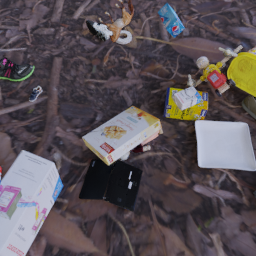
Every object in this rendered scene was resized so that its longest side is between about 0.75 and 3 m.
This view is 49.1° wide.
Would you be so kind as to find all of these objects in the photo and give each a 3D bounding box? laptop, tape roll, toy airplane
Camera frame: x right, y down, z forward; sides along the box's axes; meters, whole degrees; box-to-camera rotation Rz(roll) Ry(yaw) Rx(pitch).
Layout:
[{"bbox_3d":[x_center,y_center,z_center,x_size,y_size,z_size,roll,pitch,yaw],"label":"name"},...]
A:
[{"bbox_3d":[-0.560,1.929,9.629,1.724,0.890,1.528,25,57,-14],"label":"laptop"},{"bbox_3d":[-0.247,-4.485,13.834,0.869,0.159,0.869,0,56,-1],"label":"tape roll"},{"bbox_3d":[3.331,-2.306,11.220,1.521,2.146,2.156,40,71,-17],"label":"toy airplane"}]

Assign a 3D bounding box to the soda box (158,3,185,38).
[{"bbox_3d":[1.628,-4.124,10.693,0.523,0.495,1.542,-38,40,25],"label":"soda box"}]

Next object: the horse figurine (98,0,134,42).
[{"bbox_3d":[-0.280,-3.375,8.683,0.871,1.315,0.328,51,24,-10],"label":"horse figurine"}]

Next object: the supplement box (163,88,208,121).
[{"bbox_3d":[2.252,-0.913,11.037,1.600,0.871,0.876,7,57,5],"label":"supplement box"}]

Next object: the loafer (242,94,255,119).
[{"bbox_3d":[5.498,-0.507,10.782,0.911,0.844,2.423,-35,63,-21],"label":"loafer"}]

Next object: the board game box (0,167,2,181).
[{"bbox_3d":[-3.705,1.175,6.784,0.461,1.651,1.617,-16,45,-5],"label":"board game box"}]

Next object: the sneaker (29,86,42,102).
[{"bbox_3d":[-3.909,-1.452,11.746,0.297,0.301,0.758,21,60,12],"label":"sneaker"}]

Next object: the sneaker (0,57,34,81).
[{"bbox_3d":[-5.139,-2.568,12.130,2.084,0.873,0.800,-2,57,-1],"label":"sneaker"}]

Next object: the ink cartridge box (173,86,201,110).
[{"bbox_3d":[2.193,-1.107,10.420,0.841,0.355,0.614,-23,60,-15],"label":"ink cartridge box"}]

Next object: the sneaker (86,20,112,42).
[{"bbox_3d":[-1.416,-4.918,13.910,1.530,0.567,0.677,41,65,13],"label":"sneaker"}]

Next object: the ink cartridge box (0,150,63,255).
[{"bbox_3d":[-3.149,2.360,8.209,1.152,1.967,2.722,21,59,10],"label":"ink cartridge box"}]

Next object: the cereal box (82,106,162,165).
[{"bbox_3d":[-0.240,0.176,10.162,2.422,0.479,1.742,-33,37,-21],"label":"cereal box"}]

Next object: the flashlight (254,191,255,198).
[{"bbox_3d":[4.729,1.981,9.424,1.112,0.378,0.377,-31,74,-19],"label":"flashlight"}]

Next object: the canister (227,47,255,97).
[{"bbox_3d":[5.650,-2.429,11.344,2.207,1.286,2.971,35,44,23],"label":"canister"}]

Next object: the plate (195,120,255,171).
[{"bbox_3d":[3.514,0.651,10.330,2.019,0.327,2.024,3,57,3],"label":"plate"}]

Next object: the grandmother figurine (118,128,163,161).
[{"bbox_3d":[0.366,0.525,10.309,1.974,0.598,1.197,-35,35,-18],"label":"grandmother figurine"}]
